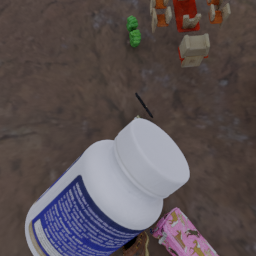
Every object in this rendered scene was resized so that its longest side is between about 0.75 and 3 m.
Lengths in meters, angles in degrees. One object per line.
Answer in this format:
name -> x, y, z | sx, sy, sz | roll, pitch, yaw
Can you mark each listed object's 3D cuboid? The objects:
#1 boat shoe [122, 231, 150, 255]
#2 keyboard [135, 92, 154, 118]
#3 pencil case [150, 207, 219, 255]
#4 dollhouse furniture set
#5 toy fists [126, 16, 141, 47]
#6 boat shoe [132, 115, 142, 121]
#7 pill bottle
boat shoe -> 0.114, 2.297, 5.685 | 0.516, 1.433, 0.484 | -35, 95, 1
keyboard -> 0.404, -0.613, 7.351 | 0.083, 0.510, 0.802 | -35, 64, 2
pencil case -> 1.395, 2.683, 5.755 | 0.901, 0.863, 2.083 | -31, 69, -29
dollhouse furniture set -> 1.677, -2.843, 7.800 | 2.026, 1.044, 2.004 | -5, 76, -1
toy fists -> 0.168, -2.973, 8.606 | 0.323, 0.478, 0.938 | -9, 81, -20
boat shoe -> 0.414, 0.044, 7.409 | 0.270, 0.295, 0.790 | -39, 77, 16
pill bottle -> -0.392, 1.240, 5.071 | 2.889, 1.729, 1.729 | -44, 65, 25
